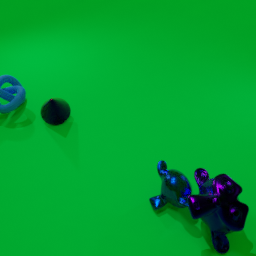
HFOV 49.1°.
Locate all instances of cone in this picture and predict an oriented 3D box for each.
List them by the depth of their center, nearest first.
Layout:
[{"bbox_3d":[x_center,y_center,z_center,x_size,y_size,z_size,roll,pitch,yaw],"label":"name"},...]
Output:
[{"bbox_3d":[-2.185,-0.664,8.207,0.914,0.917,0.914,2,71,-5],"label":"cone"}]

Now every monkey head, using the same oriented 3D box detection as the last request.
[{"bbox_3d":[1.643,1.557,5.567,1.284,1.076,1.785,-3,65,-16],"label":"monkey head"},{"bbox_3d":[0.916,1.383,6.182,0.938,0.786,1.304,-21,47,-13],"label":"monkey head"}]

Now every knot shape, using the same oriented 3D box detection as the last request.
[{"bbox_3d":[-3.893,-1.148,8.946,1.667,0.770,1.560,21,26,7],"label":"knot shape"}]
